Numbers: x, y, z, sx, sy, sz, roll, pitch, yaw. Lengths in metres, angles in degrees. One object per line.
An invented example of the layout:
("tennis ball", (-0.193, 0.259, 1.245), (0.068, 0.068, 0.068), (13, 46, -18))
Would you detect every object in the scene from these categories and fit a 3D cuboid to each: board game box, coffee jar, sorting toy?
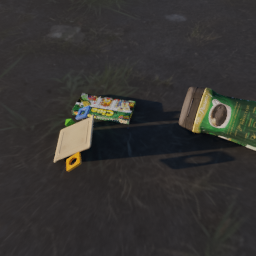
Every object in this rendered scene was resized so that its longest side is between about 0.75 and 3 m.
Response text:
("board game box", (-0.802, -0.676, 9.466), (1.947, 0.228, 1.020), (10, 47, 9))
("coffee jar", (2.918, -0.308, 8.216), (2.683, 1.399, 1.145), (18, 8, 17))
("sorting toy", (-1.486, 0.350, 8.063), (1.352, 0.327, 2.402), (-25, 39, 21))
